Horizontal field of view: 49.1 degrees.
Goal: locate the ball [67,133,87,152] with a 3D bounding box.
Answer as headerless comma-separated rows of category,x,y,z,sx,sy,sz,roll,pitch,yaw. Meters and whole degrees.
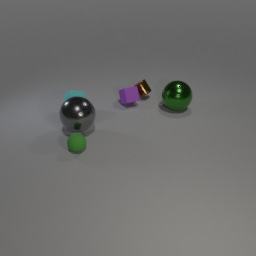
ball,-1.860,0.531,10.179,0.700,0.700,0.700,0,31,0

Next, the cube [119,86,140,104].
cube,0.052,-1.561,13.406,0.700,0.700,0.700,-14,5,-25

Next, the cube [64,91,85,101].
cube,-2.363,-1.190,12.442,0.700,0.700,0.700,2,-15,-37

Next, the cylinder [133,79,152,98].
cylinder,0.729,-1.980,14.077,0.700,0.700,0.700,-32,7,5

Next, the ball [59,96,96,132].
ball,-1.961,-0.536,10.911,1.400,1.400,1.400,0,31,0

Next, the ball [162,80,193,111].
ball,2.255,-1.482,12.881,1.400,1.400,1.400,0,31,0
